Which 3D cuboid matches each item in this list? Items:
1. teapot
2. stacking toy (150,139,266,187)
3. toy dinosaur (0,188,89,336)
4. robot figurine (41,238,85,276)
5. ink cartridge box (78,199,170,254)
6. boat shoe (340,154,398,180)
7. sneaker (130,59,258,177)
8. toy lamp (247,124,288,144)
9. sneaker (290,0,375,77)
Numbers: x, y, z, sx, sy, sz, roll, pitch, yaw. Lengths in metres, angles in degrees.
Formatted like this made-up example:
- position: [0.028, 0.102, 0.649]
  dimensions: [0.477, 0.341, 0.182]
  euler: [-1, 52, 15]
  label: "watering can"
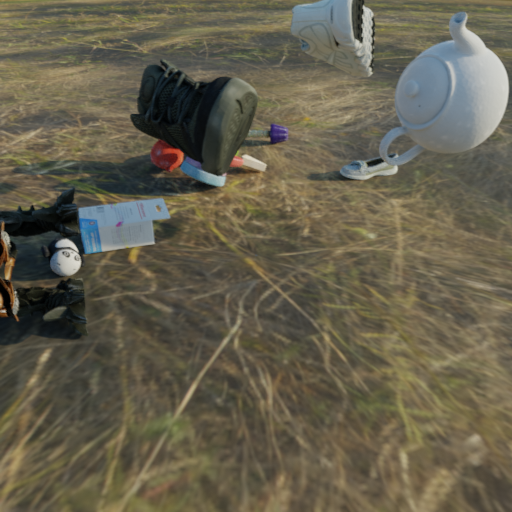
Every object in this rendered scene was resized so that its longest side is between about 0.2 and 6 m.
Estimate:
- position: [3.142, -2.754, 9.760]
  dimensions: [1.523, 2.086, 2.059]
  euler: [-3, 0, -32]
  label: "teapot"
- position: [-1.235, -2.238, 13.603]
  dimensions: [2.255, 1.052, 2.491]
  euler: [6, 23, -46]
  label: "stacking toy"
- position: [-3.979, 0.063, 8.148]
  dimensions: [2.767, 2.082, 4.077]
  euler: [-6, 29, -18]
  label: "toy dinosaur"
- position: [-3.390, -0.002, 9.861]
  dimensions: [0.630, 0.523, 0.838]
  euler: [-21, 36, -16]
  label: "robot figurine"
- position: [-2.523, -0.596, 10.794]
  dimensions: [1.645, 0.558, 0.947]
  euler: [-9, 33, -14]
  label: "ink cartridge box"
- position: [2.712, -2.156, 13.429]
  dimensions: [1.466, 0.470, 0.540]
  euler: [-7, 32, -12]
  label: "boat shoe"
- position: [-1.013, -2.081, 8.174]
  dimensions: [1.906, 1.272, 3.328]
  euler: [28, 4, -7]
  label: "sneaker"
- position: [-0.104, -3.342, 15.317]
  dimensions: [1.938, 0.564, 0.564]
  euler: [1, 31, 3]
  label: "toy lamp"
- position: [1.541, -4.110, 10.529]
  dimensions: [1.256, 1.164, 3.099]
  euler: [1, 3, 20]
  label: "sneaker"
